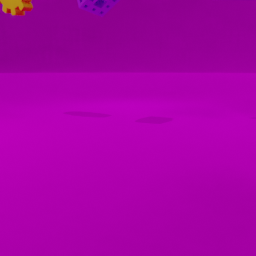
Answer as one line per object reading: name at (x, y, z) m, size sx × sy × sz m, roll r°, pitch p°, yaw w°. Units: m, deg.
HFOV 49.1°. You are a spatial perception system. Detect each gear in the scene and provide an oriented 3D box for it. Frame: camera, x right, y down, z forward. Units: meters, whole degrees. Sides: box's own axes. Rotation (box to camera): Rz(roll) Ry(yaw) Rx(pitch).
gear at (-3.072, -3.932, 7.502) m, size 1.681 × 1.681 × 0.311 m, roll 9°, pitch 21°, yaw 35°

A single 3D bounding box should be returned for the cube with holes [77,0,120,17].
cube with holes at (-0.744, -3.292, 6.712) m, size 0.735 × 0.735 × 0.735 m, roll 0°, pitch -20°, yaw -47°
